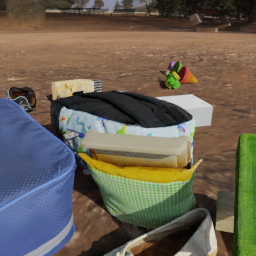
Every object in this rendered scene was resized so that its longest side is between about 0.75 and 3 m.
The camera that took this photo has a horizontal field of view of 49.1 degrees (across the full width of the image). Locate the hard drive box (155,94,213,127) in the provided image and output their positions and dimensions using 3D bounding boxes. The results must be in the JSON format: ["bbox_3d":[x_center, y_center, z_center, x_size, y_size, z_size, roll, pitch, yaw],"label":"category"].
[{"bbox_3d":[1.556,-0.528,8.892,1.736,0.667,1.353,-6,24,-15],"label":"hard drive box"}]

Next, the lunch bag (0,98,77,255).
[{"bbox_3d":[-2.093,0.861,4.143,1.815,1.768,2.672,-23,44,-39],"label":"lunch bag"}]

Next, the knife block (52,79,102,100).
[{"bbox_3d":[-2.017,-1.609,11.301,2.091,0.669,1.835,-5,14,-17],"label":"knife block"}]

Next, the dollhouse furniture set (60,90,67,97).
[{"bbox_3d":[-2.152,-1.096,10.188,0.443,0.705,0.797,0,22,-1],"label":"dollhouse furniture set"}]

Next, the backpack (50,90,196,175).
[{"bbox_3d":[0.033,0.159,5.760,2.370,2.233,2.905,-4,1,-39],"label":"backpack"}]

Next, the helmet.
[{"bbox_3d":[-3.695,-0.961,9.575,0.887,0.931,0.931,-3,23,8],"label":"helmet"}]

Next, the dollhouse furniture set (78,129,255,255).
[{"bbox_3d":[0.709,1.217,3.587,2.997,1.963,1.504,3,42,17],"label":"dollhouse furniture set"}]

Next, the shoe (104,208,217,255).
[{"bbox_3d":[0.229,1.701,3.695,2.375,0.634,0.830,-14,27,-29],"label":"shoe"}]

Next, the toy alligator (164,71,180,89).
[{"bbox_3d":[2.102,-2.233,13.094,0.598,0.654,2.204,39,18,-14],"label":"toy alligator"}]

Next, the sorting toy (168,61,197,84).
[{"bbox_3d":[2.815,-2.789,14.349,0.932,0.939,2.707,19,21,-15],"label":"sorting toy"}]
